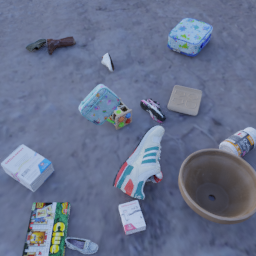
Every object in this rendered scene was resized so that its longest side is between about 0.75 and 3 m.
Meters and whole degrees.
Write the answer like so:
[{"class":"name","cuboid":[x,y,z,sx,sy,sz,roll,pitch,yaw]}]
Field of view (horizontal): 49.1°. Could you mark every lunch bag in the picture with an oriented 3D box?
[{"class":"lunch bag","cuboid":[-0.957,-0.744,9.150,1.255,1.007,0.484,-47,38,7]},{"class":"lunch bag","cuboid":[3.331,-4.836,14.921,1.881,0.965,2.340,26,55,21]}]

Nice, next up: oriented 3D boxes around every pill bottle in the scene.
[{"class":"pill bottle","cuboid":[4.239,0.593,10.592,1.451,0.844,0.844,-29,57,-21]}]

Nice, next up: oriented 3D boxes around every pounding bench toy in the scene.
[{"class":"pounding bench toy","cuboid":[-0.548,-0.454,11.486,1.238,0.769,0.966,-28,57,-21]}]

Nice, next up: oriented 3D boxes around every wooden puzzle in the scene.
[{"class":"wooden puzzle","cuboid":[2.526,-1.192,12.401,1.304,0.326,1.408,14,57,12]}]

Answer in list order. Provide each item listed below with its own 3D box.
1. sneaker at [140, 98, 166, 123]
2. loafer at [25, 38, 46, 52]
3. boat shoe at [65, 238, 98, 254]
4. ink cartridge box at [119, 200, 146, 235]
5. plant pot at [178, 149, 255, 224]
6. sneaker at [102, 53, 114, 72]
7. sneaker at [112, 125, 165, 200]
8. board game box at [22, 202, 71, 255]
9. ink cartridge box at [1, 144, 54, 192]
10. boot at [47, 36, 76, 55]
[{"class":"sneaker","cuboid":[1.175,-0.850,11.949,0.617,0.574,1.429,-29,58,-23]},{"class":"loafer","cuboid":[-4.863,-4.390,14.974,1.238,0.466,0.431,-36,94,-28]},{"class":"boat shoe","cuboid":[-1.412,3.552,8.509,1.017,0.326,0.375,12,52,10]},{"class":"ink cartridge box","cuboid":[0.123,2.870,9.030,0.668,0.378,0.912,-13,52,-10]},{"class":"plant pot","cuboid":[2.879,2.022,9.162,2.576,1.189,2.576,1,49,-1]},{"class":"sneaker","cuboid":[-1.025,-3.196,14.029,0.504,0.434,1.191,-26,55,13]},{"class":"sneaker","cuboid":[0.757,1.241,10.064,1.395,1.050,2.983,33,58,11]},{"class":"board game box","cuboid":[-2.528,3.448,8.647,1.242,0.278,2.371,0,51,-2]},{"class":"ink cartridge box","cuboid":[-3.590,1.413,10.054,1.481,0.627,1.070,28,56,19]},{"class":"boot","cuboid":[-3.514,-4.416,14.931,1.538,0.494,1.433,-6,51,-11]}]
